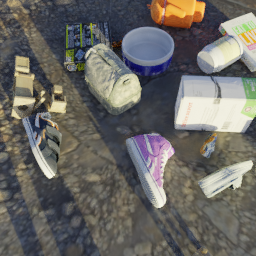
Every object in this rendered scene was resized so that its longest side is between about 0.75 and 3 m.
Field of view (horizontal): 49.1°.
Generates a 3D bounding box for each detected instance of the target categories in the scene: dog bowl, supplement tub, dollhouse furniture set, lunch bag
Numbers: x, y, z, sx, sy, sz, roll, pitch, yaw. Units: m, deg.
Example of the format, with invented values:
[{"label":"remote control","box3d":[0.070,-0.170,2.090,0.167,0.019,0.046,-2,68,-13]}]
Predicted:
[{"label":"dog bowl","box3d":[0.886,-3.497,12.746,2.316,0.912,2.316,0,56,0]},{"label":"supplement tub","box3d":[4.045,-3.242,12.386,1.706,1.237,1.237,-31,62,-19]},{"label":"dollhouse furniture set","box3d":[-3.700,-1.578,11.633,1.994,1.254,2.255,5,53,-26]},{"label":"lunch bag","box3d":[-0.663,-2.011,11.139,1.637,1.970,2.349,-31,62,-19]}]

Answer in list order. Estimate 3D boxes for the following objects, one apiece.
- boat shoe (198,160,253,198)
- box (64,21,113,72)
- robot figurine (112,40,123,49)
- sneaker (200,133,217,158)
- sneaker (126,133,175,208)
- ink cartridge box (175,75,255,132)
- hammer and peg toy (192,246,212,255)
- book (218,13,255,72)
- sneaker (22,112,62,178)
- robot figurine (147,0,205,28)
[{"label":"boat shoe","box3d":[3.411,1.746,9.541,2.114,0.738,0.753,-21,81,-15]},{"label":"box","box3d":[-1.853,-3.876,13.178,2.203,0.609,2.750,-6,57,-3]},{"label":"robot figurine","box3d":[-0.407,-4.061,13.531,0.751,0.219,0.545,-17,57,-11]},{"label":"sneaker","box3d":[3.022,0.649,10.326,0.972,0.429,0.366,-53,27,-15]},{"label":"sneaker","box3d":[1.070,1.270,9.628,1.554,0.988,2.726,-14,58,-12]},{"label":"ink cartridge box","box3d":[3.194,-0.855,10.370,2.742,2.003,1.156,3,56,2]},{"label":"hammer and peg toy","box3d":[2.312,4.184,8.019,0.959,0.460,1.304,-32,63,-21]},{"label":"book","box3d":[5.746,-4.009,13.128,1.834,0.660,2.745,-22,68,-16]},{"label":"sneaker","box3d":[-2.915,0.447,10.075,1.088,1.075,2.741,-26,59,-9]},{"label":"robot figurine","box3d":[2.334,-5.889,13.900,2.761,1.610,1.986,8,61,6]}]
